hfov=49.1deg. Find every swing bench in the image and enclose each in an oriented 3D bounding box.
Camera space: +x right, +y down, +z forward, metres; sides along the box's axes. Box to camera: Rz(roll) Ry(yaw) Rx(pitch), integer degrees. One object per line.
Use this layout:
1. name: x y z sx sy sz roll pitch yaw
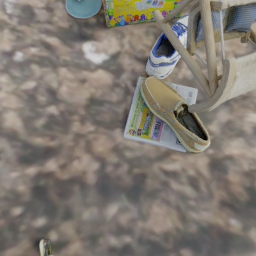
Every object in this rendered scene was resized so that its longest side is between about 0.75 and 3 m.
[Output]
1. swing bench: 1.888 -1.566 4.993 2.040 1.331 2.051 -23 91 -28

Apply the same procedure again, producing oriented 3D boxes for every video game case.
1. video game case: 0.880 -0.399 7.392 1.636 0.198 1.797 13 71 5

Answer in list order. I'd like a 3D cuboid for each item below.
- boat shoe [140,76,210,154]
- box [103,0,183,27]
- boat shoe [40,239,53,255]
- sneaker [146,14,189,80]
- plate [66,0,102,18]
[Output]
1. boat shoe: 1.190 -0.483 6.832 0.844 0.897 2.356 -38 75 -12
2. box: 0.394 -4.201 7.686 2.320 2.235 1.415 -9 70 -4
3. boat shoe: -1.774 2.845 6.162 0.258 0.281 0.786 -15 66 0
4. sneaker: 1.332 -2.394 7.683 0.876 1.026 2.328 28 71 11
5. plate: -1.366 -3.803 8.665 1.112 0.142 1.112 0 70 1
